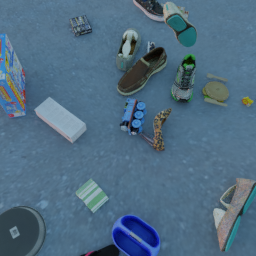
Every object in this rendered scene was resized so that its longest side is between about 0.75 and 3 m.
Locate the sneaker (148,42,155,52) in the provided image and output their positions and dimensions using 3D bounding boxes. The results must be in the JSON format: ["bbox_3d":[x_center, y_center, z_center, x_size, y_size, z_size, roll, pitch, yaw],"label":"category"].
[{"bbox_3d":[1.149,-3.914,13.779,0.360,0.356,0.907,2,59,8],"label":"sneaker"}]

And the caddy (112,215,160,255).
[{"bbox_3d":[0.259,3.664,9.295,1.672,0.878,1.182,32,67,16],"label":"caddy"}]

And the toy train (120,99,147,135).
[{"bbox_3d":[0.216,-0.469,11.721,0.923,0.700,1.615,8,63,15],"label":"toy train"}]

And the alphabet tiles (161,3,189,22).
[{"bbox_3d":[2.452,-6.195,15.211,1.632,0.062,1.364,13,62,8],"label":"alphabet tiles"}]

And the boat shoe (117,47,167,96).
[{"bbox_3d":[0.612,-2.699,12.678,1.097,1.099,2.970,38,68,19],"label":"boat shoe"}]

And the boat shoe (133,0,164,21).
[{"bbox_3d":[1.158,-6.640,15.037,0.878,0.724,2.558,-38,65,-17],"label":"boat shoe"}]

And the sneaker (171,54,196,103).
[{"bbox_3d":[2.498,-2.225,12.437,0.987,1.077,2.529,8,62,4],"label":"sneaker"}]

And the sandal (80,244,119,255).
[{"bbox_3d":[-1.134,4.335,9.193,1.756,0.396,0.659,-23,63,-12],"label":"sandal"}]

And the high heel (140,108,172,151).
[{"bbox_3d":[1.491,0.073,11.370,1.754,0.626,1.250,-46,63,-4],"label":"high heel"}]

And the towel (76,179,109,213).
[{"bbox_3d":[-1.327,2.503,10.373,0.810,0.124,1.062,-40,67,-20],"label":"towel"}]

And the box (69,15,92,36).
[{"bbox_3d":[-2.471,-5.348,14.617,0.921,0.281,1.143,-18,63,-12],"label":"box"}]

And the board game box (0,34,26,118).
[{"bbox_3d":[-4.956,-2.091,11.564,0.691,2.471,2.420,-10,62,-6],"label":"board game box"}]

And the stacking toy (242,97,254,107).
[{"bbox_3d":[6.139,-1.044,12.192,1.400,0.436,1.857,-38,70,-17],"label":"stacking toy"}]

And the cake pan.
[{"bbox_3d":[-3.849,3.637,9.599,2.012,0.369,2.012,0,61,0],"label":"cake pan"}]

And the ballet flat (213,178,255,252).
[{"bbox_3d":[3.594,2.919,9.809,0.958,0.970,2.849,21,56,34],"label":"ballet flat"}]

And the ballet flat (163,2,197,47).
[{"bbox_3d":[1.852,-3.607,9.739,0.759,2.249,0.701,-23,69,22],"label":"ballet flat"}]

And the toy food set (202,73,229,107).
[{"bbox_3d":[3.934,-1.636,12.588,1.185,0.345,1.716,16,57,1],"label":"toy food set"}]

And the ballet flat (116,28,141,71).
[{"bbox_3d":[0.079,-4.062,13.542,0.968,0.915,2.873,10,61,5],"label":"ballet flat"}]

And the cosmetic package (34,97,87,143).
[{"bbox_3d":[-2.810,-0.346,11.697,2.128,0.539,0.878,36,67,18],"label":"cosmetic package"}]
